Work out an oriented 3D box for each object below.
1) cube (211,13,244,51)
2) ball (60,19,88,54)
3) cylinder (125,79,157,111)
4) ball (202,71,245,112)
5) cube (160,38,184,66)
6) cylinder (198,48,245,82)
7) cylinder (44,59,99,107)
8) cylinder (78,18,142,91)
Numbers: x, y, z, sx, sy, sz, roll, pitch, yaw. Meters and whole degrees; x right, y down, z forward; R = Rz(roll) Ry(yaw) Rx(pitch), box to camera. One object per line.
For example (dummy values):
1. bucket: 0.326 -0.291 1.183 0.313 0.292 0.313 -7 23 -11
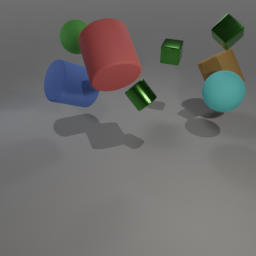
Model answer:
1. cube: 3.149 -3.017 8.861 0.700 0.700 0.700 51 14 17
2. ball: -2.175 -3.840 11.843 1.400 1.400 1.400 0 30 0
3. cylinder: 0.377 -0.977 8.276 0.700 0.700 0.700 -38 7 6
4. ball: 3.244 -1.244 9.544 1.400 1.400 1.400 0 30 0
5. cube: 1.637 -2.850 10.485 0.700 0.700 0.700 12 43 14
6. cylinder: 3.674 -2.201 11.073 1.400 1.400 1.400 -25 7 3
7. cylinder: -1.913 -1.488 9.586 1.400 1.400 1.400 7 18 -44
8. cylinder: -0.497 -1.925 7.536 1.400 1.400 1.400 -12 71 -19
